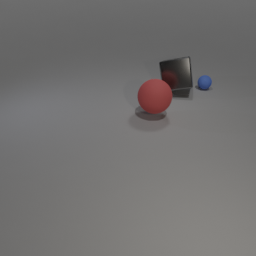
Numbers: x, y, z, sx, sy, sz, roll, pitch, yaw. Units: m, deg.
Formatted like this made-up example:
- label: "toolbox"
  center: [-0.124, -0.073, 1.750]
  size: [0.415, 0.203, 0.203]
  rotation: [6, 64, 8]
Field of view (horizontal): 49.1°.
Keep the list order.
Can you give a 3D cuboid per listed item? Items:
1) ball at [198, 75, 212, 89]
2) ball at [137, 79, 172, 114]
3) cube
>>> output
- label: "ball"
  center: [3.881, -2.317, 14.175]
  size: [0.700, 0.700, 0.700]
  rotation: [0, 31, 0]
- label: "ball"
  center: [1.084, -1.278, 11.329]
  size: [1.400, 1.400, 1.400]
  rotation: [0, 31, 0]
- label: "cube"
  center: [2.349, -2.615, 13.508]
  size: [1.400, 1.400, 1.400]
  rotation: [-6, 14, 15]
